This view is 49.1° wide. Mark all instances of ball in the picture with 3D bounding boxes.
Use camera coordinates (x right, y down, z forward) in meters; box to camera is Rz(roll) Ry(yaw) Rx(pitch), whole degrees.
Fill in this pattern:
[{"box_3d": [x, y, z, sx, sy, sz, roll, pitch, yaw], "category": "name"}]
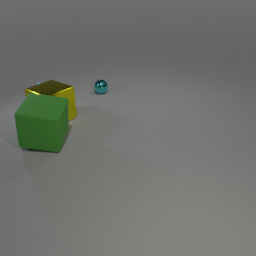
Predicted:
[{"box_3d": [-1.347, -2.070, 14.003, 0.700, 0.700, 0.700, 0, 30, 0], "category": "ball"}]

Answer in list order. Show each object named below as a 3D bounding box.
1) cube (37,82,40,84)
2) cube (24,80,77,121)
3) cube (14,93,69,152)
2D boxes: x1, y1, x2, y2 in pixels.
[{"box_3d": [-3.781, -1.554, 12.713, 0.700, 0.700, 0.700, 23, -3, 10], "category": "cube"}, {"box_3d": [-3.111, -0.996, 11.424, 1.400, 1.400, 1.400, 20, 35, 31], "category": "cube"}, {"box_3d": [-2.899, -0.198, 9.673, 1.400, 1.400, 1.400, 7, 36, -1], "category": "cube"}]
